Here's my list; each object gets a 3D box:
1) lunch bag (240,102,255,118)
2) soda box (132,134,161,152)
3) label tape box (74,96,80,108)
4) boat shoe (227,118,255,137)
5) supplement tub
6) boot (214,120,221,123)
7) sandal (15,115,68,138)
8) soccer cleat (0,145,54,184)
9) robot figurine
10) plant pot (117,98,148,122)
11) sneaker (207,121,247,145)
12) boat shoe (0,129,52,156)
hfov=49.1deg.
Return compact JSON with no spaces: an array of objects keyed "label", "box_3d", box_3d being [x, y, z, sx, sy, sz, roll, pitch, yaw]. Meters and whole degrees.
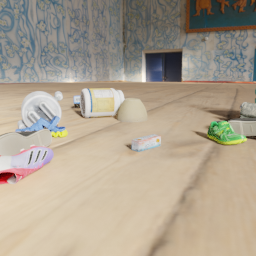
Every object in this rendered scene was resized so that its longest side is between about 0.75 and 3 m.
[{"label":"lunch bag","box_3d":[4.970,-0.542,11.012,0.738,0.888,1.059,-9,15,-36]},{"label":"soda box","box_3d":[0.521,0.414,7.866,0.927,0.317,0.295,-11,16,-42]},{"label":"label tape box","box_3d":[-2.515,-1.442,15.978,1.044,0.458,1.448,-2,-10,-6]},{"label":"boat shoe","box_3d":[4.188,-0.012,8.749,2.294,0.767,0.654,7,23,44]},{"label":"supplement tub","box_3d":[-1.197,-1.160,12.897,1.828,1.322,1.322,-4,13,-22]},{"label":"boot","box_3d":[3.332,-0.151,10.343,0.752,0.262,0.495,20,6,-42]},{"label":"sandal","box_3d":[-2.784,-0.015,9.026,1.620,0.705,0.644,-8,16,-25]},{"label":"soccer cleat","box_3d":[-2.201,0.805,5.724,0.708,0.618,1.852,49,24,20]},{"label":"robot figurine","box_3d":[-3.214,-0.644,10.335,2.027,1.350,2.390,-38,22,-10]},{"label":"plant pot","box_3d":[0.180,-0.819,12.292,1.365,0.917,1.365,0,11,0]},{"label":"sneaker","box_3d":[2.915,0.126,8.468,0.561,0.633,1.514,-4,13,-22]},{"label":"boat shoe","box_3d":[-2.779,0.423,7.176,0.596,0.699,2.091,-9,3,21]}]
